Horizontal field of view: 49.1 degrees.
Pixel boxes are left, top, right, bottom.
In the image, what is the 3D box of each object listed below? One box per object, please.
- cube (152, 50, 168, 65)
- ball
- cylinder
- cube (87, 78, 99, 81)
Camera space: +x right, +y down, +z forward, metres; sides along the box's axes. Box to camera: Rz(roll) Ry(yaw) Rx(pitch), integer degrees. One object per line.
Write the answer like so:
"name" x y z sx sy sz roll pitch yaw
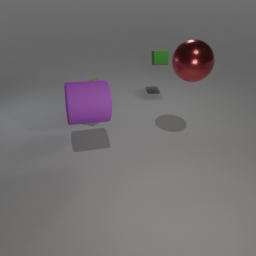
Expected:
"cube" 1.559 -3.434 13.681 0.700 0.700 0.700 -3 14 -5
"ball" 2.180 -2.246 9.400 1.400 1.400 1.400 0 31 0
"cylinder" -1.351 -0.852 9.337 1.400 1.400 1.400 -5 31 -14
"cube" -1.535 -1.504 10.999 0.700 0.700 0.700 -6 17 37
